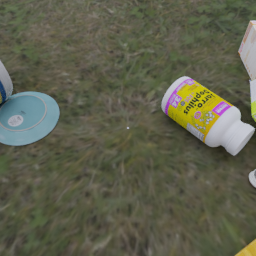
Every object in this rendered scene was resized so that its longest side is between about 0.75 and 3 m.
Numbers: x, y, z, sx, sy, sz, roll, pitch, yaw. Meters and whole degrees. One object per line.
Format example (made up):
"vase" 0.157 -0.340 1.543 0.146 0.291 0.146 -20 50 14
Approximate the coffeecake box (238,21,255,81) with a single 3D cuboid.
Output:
"coffeecake box" 4.078 -2.355 8.649 0.571 1.200 1.563 -3 53 -2

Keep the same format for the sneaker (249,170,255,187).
"sneaker" 3.745 1.091 6.287 1.799 0.787 0.664 6 53 5

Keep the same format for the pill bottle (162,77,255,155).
"pill bottle" 2.006 -0.298 7.117 1.153 1.153 2.211 -37 61 -25

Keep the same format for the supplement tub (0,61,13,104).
"supplement tub" -4.681 -0.857 6.945 2.106 2.106 2.911 30 58 21

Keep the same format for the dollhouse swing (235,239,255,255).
"dollhouse swing" 3.115 2.298 3.997 2.394 2.104 2.175 -27 62 -19

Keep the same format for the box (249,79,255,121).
"box" 3.568 -0.517 7.121 1.123 0.439 1.842 47 38 -16

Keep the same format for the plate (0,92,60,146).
"plate" -2.891 -0.375 7.748 1.944 0.248 1.944 1 53 -1
